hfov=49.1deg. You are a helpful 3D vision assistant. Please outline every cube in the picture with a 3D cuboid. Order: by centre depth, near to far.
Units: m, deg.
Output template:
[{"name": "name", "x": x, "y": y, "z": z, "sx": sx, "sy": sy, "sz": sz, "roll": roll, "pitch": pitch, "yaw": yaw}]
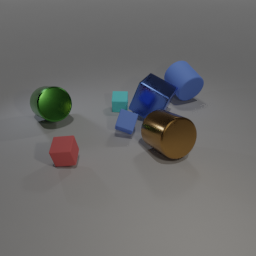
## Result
[{"name": "cube", "x": -2.041, "y": 0.742, "z": 9.025, "sx": 0.700, "sy": 0.700, "sz": 0.700, "roll": -5, "pitch": 44, "yaw": 6}, {"name": "cube", "x": -0.065, "y": -0.236, "z": 10.782, "sx": 0.700, "sy": 0.700, "sz": 0.700, "roll": 18, "pitch": -11, "yaw": -1}, {"name": "cube", "x": 1.088, "y": -1.283, "z": 12.078, "sx": 1.400, "sy": 1.400, "sz": 1.400, "roll": 30, "pitch": 35, "yaw": 8}, {"name": "cube", "x": -0.365, "y": -1.209, "z": 12.893, "sx": 0.700, "sy": 0.700, "sz": 0.700, "roll": 1, "pitch": 49, "yaw": 2}]

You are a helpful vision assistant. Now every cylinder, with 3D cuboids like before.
[{"name": "cylinder", "x": 1.365, "y": 0.176, "z": 9.549, "sx": 1.400, "sy": 1.400, "sz": 1.400, "roll": -13, "pitch": 20, "yaw": -22}, {"name": "cylinder", "x": -3.215, "y": -1.024, "z": 11.618, "sx": 1.400, "sy": 1.400, "sz": 1.400, "roll": -17, "pitch": 16, "yaw": -28}, {"name": "cylinder", "x": 2.683, "y": -2.282, "z": 13.517, "sx": 1.400, "sy": 1.400, "sz": 1.400, "roll": -13, "pitch": 51, "yaw": -23}]
